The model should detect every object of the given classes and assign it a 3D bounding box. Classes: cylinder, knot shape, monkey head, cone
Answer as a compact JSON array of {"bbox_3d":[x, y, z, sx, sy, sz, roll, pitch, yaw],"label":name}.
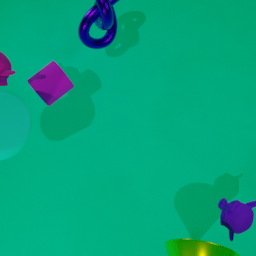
[{"bbox_3d":[-1.949,-1.126,7.108,0.835,0.835,0.835,-40,77,-7],"label":"cylinder"},{"bbox_3d":[-0.610,-3.165,7.385,0.878,1.901,1.779,20,60,0],"label":"knot shape"},{"bbox_3d":[-2.862,-1.201,5.720,1.213,0.731,0.873,36,44,13],"label":"monkey head"},{"bbox_3d":[1.283,3.013,5.101,1.462,1.462,1.467,13,55,4],"label":"cone"},{"bbox_3d":[2.419,1.949,6.330,0.670,0.800,1.112,31,98,-7],"label":"monkey head"},{"bbox_3d":[-2.668,-0.014,5.742,1.228,1.228,1.228,6,75,-23],"label":"cylinder"}]
